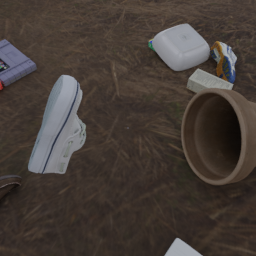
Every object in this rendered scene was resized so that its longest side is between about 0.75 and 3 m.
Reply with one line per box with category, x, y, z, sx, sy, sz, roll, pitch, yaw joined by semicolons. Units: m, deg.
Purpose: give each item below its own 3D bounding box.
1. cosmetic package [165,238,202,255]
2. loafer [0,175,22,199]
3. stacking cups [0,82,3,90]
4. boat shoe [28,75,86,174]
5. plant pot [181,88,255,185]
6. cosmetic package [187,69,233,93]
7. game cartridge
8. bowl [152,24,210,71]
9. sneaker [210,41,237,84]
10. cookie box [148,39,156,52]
cosmetic package;1.087;3.559;5.999;1.310;1.309;1.588;32;58;22
loafer;-3.770;1.922;7.771;1.802;0.658;0.639;-28;67;-13
stacking cups;-5.795;-1.209;10.140;2.377;0.719;0.719;-20;55;-19
boat shoe;-1.211;0.052;5.339;0.868;2.598;0.956;14;51;-21
plant pot;3.201;0.174;8.122;2.308;2.646;2.646;-4;50;-25
cosmetic package;3.033;-1.553;10.437;1.468;0.537;0.760;33;59;22
game cartridge;-5.044;-2.724;11.439;2.365;0.454;1.533;38;57;25
bowl;2.256;-3.473;11.616;2.043;0.764;2.046;-25;66;-19
sneaker;4.002;-2.587;11.105;0.903;0.771;2.048;6;61;-22
cookie box;1.404;-3.595;12.146;0.706;0.310;0.825;-33;58;-21
